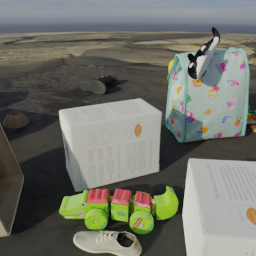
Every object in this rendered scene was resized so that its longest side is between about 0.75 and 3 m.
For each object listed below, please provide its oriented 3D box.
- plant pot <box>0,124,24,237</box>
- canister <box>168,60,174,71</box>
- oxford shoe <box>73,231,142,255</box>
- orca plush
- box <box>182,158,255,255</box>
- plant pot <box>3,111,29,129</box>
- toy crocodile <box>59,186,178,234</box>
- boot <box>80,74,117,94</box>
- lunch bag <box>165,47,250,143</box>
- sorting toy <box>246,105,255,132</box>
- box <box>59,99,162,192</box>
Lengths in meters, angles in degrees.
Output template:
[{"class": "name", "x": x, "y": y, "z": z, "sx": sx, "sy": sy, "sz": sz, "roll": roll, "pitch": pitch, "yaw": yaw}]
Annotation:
[{"class": "plant pot", "x": -3.524, "y": 1.031, "z": 5.743, "sx": 1.827, "sy": 2.061, "sz": 2.063, "roll": -15, "pitch": 26, "yaw": -6}, {"class": "canister", "x": 3.452, "y": -3.207, "z": 16.155, "sx": 1.837, "sy": 1.071, "sz": 2.474, "roll": -1, "pitch": 25, "yaw": -3}, {"class": "oxford shoe", "x": -0.387, "y": 2.065, "z": 5.172, "sx": 1.307, "sy": 0.377, "sz": 0.491, "roll": 5, "pitch": 27, "yaw": 16}, {"class": "orca plush", "x": 2.017, "y": -2.136, "z": 7.937, "sx": 0.646, "sy": 1.817, "sz": 0.956, "roll": 22, "pitch": -14, "yaw": 22}, {"class": "box", "x": 2.399, "y": 1.683, "z": 4.674, "sx": 2.726, "sy": 1.450, "sz": 2.076, "roll": 2, "pitch": 24, "yaw": 5}, {"class": "plant pot", "x": -4.233, "y": -0.351, "z": 10.514, "sx": 0.935, "sy": 0.431, "sz": 0.935, "roll": 0, "pitch": 25, "yaw": 0}, {"class": "toy crocodile", "x": -0.195, "y": 1.588, "z": 5.776, "sx": 2.416, "sy": 0.746, "sz": 0.816, "roll": 2, "pitch": 24, "yaw": 5}, {"class": "boot", "x": -1.254, "y": -2.369, "z": 14.870, "sx": 1.683, "sy": 0.670, "sz": 2.042, "roll": 17, "pitch": 25, "yaw": 30}, {"class": "lunch bag", "x": 2.597, "y": -1.149, "z": 9.255, "sx": 2.430, "sy": 2.853, "sz": 1.740, "roll": -7, "pitch": 23, "yaw": -11}, {"class": "sorting toy", "x": 4.753, "y": -0.506, "z": 10.952, "sx": 1.444, "sy": 0.349, "sz": 2.565, "roll": -3, "pitch": 24, "yaw": -6}, {"class": "box", "x": -0.437, "y": 0.358, "z": 7.264, "sx": 2.316, "sy": 1.763, "sz": 1.231, "roll": -10, "pitch": 26, "yaw": -21}]
